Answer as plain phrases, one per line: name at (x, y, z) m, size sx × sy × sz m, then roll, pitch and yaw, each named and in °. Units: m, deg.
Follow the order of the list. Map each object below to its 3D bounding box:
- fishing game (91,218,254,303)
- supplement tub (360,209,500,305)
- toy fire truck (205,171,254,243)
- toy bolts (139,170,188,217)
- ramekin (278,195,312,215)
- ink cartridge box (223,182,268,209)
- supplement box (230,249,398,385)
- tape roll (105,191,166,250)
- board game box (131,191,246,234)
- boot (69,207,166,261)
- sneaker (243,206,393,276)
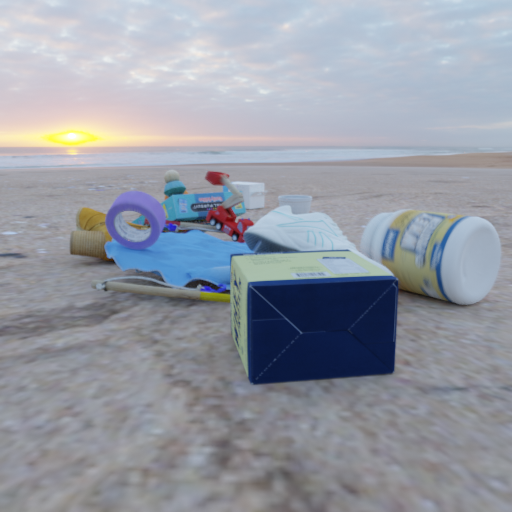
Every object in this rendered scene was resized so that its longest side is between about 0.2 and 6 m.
fishing game at (-0.975, 0.111, 9.361) m, size 3.005 × 0.652 × 4.197 m, roll 6°, pitch 15°, yaw -6°
supplement tub at (2.605, -0.038, 8.527) m, size 1.272 × 1.272 × 1.758 m, roll -9°, pitch 14°, yaw -37°
toy fire truck at (-0.512, -0.950, 10.755) m, size 1.379 × 0.973 × 0.336 m, roll 35°, pitch 24°, yaw 30°
toy bolts at (-2.156, -1.423, 13.353) m, size 1.331 × 0.967 × 1.394 m, roll -10°, pitch -10°, yaw -21°
ramekin at (1.240, -1.609, 17.826) m, size 1.066 × 0.559 × 1.066 m, roll 0°, pitch 12°, yaw 0°
ink cartridge box at (-0.362, -2.093, 19.398) m, size 1.365 × 0.855 × 0.878 m, roll 9°, pitch 15°, yaw 37°
supplement box at (0.542, 0.581, 6.164) m, size 1.522 × 1.022 × 1.520 m, roll -2°, pitch 12°, yaw -9°
tape roll at (-1.870, -0.549, 8.707) m, size 0.862 × 0.862 × 0.366 m, roll 1°, pitch 35°, yaw 6°
board game box at (-1.545, -0.849, 12.468) m, size 1.690 × 0.525 × 2.239 m, roll -8°, pitch -6°, yaw -35°
boot at (-2.815, -0.403, 11.664) m, size 1.856 × 0.912 × 2.592 m, roll 3°, pitch 15°, yaw -14°
sneaker at (1.043, -0.158, 8.563) m, size 2.531 × 0.890 × 1.014 m, roll 25°, pitch 59°, yaw 29°
